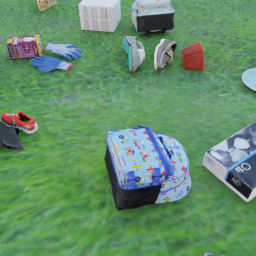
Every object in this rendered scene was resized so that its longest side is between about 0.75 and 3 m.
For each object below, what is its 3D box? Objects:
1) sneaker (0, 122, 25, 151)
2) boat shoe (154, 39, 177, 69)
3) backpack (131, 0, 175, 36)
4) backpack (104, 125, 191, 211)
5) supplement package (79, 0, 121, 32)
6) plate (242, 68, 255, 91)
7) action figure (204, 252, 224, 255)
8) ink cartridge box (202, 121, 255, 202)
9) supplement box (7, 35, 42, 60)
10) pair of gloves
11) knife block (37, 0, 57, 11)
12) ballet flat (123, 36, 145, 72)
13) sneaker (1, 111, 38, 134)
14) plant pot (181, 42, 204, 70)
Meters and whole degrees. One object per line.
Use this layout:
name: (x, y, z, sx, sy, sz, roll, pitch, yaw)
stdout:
sneaker: (-3.484, 0.141, 8.048, 0.753, 0.433, 1.443, -16, 49, -17)
boat shoe: (1.516, -2.984, 11.253, 0.655, 0.791, 2.202, 8, 37, 14)
backpack: (1.112, -5.612, 13.538, 1.932, 1.685, 2.198, -11, 35, -4)
backpack: (0.554, 0.840, 6.549, 1.994, 1.341, 1.820, -4, 45, -14)
supplement package: (-1.347, -5.701, 13.896, 1.679, 1.235, 1.605, 8, 43, 9)
plate: (5.052, -1.628, 10.137, 1.817, 0.232, 1.817, 0, 41, 0)
action figure: (1.353, 2.706, 5.195, 1.300, 0.451, 0.846, 7, 35, 3)
ink cartridge box: (3.547, 0.601, 7.422, 2.961, 0.581, 1.472, -26, 47, -27)
supplement box: (-4.314, -3.404, 11.776, 1.296, 0.669, 0.848, -10, 43, -11)
pair of gloves: (-2.904, -2.877, 11.476, 1.670, 0.237, 2.078, 13, 49, 8)
knife block: (-5.155, -7.576, 16.465, 1.655, 0.603, 1.885, 18, 45, 20)
ballet flat: (0.309, -3.080, 11.315, 0.782, 0.827, 2.455, -4, 41, -8)
sneaker: (-3.259, -0.291, 8.399, 1.312, 0.557, 0.505, 16, 44, 17)
plant pot: (2.530, -2.778, 11.029, 0.747, 0.847, 0.848, -9, 42, 7)
